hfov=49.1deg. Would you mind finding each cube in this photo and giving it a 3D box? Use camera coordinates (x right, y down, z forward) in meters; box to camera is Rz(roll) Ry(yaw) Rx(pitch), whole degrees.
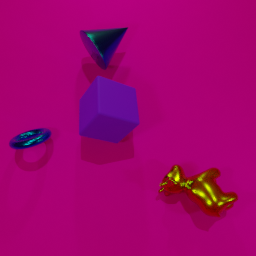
[{"bbox_3d":[-0.524,-0.436,7.320,1.158,1.158,1.158,14,54,-29],"label":"cube"}]

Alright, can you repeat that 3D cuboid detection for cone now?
[{"bbox_3d":[-0.501,-2.570,8.092,1.284,1.279,1.279,-36,78,-10],"label":"cone"}]

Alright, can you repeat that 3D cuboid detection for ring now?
[{"bbox_3d":[-2.629,0.276,7.562,1.134,1.134,0.227,-14,108,-4],"label":"ring"}]

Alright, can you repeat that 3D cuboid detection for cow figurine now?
[{"bbox_3d":[1.721,1.629,7.196,1.626,0.907,1.652,-19,53,-15],"label":"cow figurine"}]
